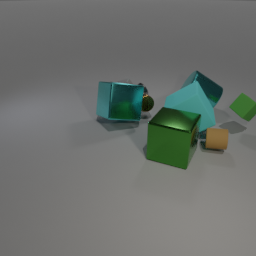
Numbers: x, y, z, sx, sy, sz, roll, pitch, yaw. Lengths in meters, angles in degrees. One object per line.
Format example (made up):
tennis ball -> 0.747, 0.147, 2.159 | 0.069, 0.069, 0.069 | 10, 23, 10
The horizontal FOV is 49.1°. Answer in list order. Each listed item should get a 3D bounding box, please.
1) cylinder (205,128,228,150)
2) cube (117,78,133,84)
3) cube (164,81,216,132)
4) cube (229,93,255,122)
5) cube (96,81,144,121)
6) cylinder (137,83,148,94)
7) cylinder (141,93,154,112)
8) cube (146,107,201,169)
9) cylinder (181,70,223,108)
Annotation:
cylinder -> 3.040, 0.365, 9.615 | 0.700, 0.700, 0.700 | 5, 28, 15
cube -> -0.164, -1.728, 12.775 | 0.700, 0.700, 0.700 | -7, 43, 39
cube -> 2.324, -0.672, 10.607 | 1.400, 1.400, 1.400 | -27, 19, 24
cube -> 4.367, -0.769, 10.408 | 0.700, 0.700, 0.700 | 14, 31, -46
cube -> -0.353, -1.093, 11.263 | 1.400, 1.400, 1.400 | 2, 9, -27
cylinder -> 0.514, -1.726, 13.643 | 0.700, 0.700, 0.700 | -37, 39, -12
cylinder -> 0.699, -1.102, 11.940 | 0.700, 0.700, 0.700 | -5, 18, -9
cube -> 1.528, 0.289, 9.346 | 1.400, 1.400, 1.400 | 13, 31, 22
cylinder -> 3.158, -1.562, 12.263 | 1.400, 1.400, 1.400 | 32, 29, -7
